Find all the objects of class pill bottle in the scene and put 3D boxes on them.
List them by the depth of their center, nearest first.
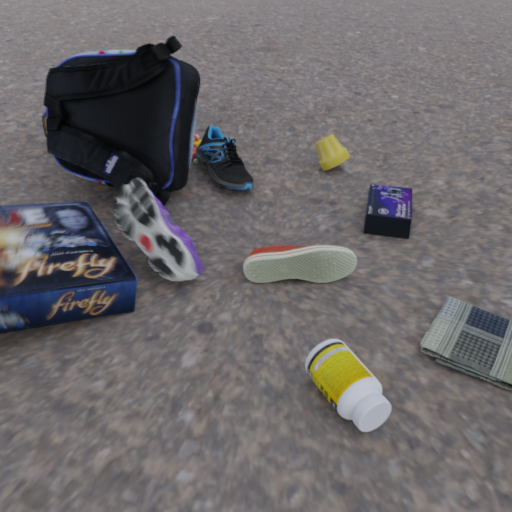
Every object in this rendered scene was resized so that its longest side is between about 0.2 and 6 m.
[{"bbox_3d":[1.323,1.860,8.061,0.731,0.731,1.300,-16,38,-21],"label":"pill bottle"}]

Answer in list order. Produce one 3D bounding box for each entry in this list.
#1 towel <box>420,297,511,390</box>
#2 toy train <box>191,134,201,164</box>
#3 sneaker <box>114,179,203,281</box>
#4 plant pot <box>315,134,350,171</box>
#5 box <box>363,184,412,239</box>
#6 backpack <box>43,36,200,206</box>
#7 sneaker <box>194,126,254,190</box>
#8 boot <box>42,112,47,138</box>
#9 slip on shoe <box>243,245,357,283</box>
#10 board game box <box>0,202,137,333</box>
[{"bbox_3d":[3.611,1.413,9.164,1.551,0.278,1.611,23,39,24],"label":"towel"},{"bbox_3d":[-1.963,-2.983,15.059,1.624,0.452,1.220,8,36,10],"label":"toy train"},{"bbox_3d":[-1.877,-0.441,10.787,2.366,0.954,0.987,55,16,18],"label":"sneaker"},{"bbox_3d":[1.869,-2.636,14.094,0.759,0.714,0.759,-28,13,7],"label":"plant pot"},{"bbox_3d":[2.887,-0.990,12.224,0.968,0.541,1.372,5,36,12],"label":"box"},{"bbox_3d":[-3.056,-3.150,12.918,3.346,3.513,2.706,10,8,10],"label":"backpack"},{"bbox_3d":[-0.773,-2.368,13.618,0.838,0.938,2.290,-3,36,-40],"label":"sneaker"},{"bbox_3d":[-3.900,-3.695,15.484,2.280,1.276,3.296,34,48,31],"label":"boot"},{"bbox_3d":[0.821,0.079,10.580,2.131,0.789,0.652,-3,31,3],"label":"slip on shoe"},{"bbox_3d":[-4.725,0.151,9.571,4.510,0.780,3.055,-7,34,-32],"label":"board game box"}]
